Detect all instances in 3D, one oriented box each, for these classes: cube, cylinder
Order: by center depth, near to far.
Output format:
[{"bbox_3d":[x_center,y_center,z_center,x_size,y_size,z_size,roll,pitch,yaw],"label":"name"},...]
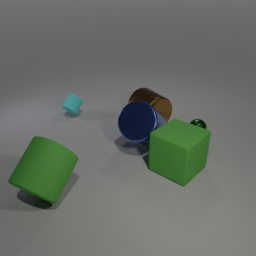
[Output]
[{"bbox_3d":[-2.292,1.152,7.698,1.400,1.400,1.400,14,67,24],"label":"cylinder"},{"bbox_3d":[1.642,0.724,9.018,1.400,1.400,1.400,23,36,35],"label":"cube"},{"bbox_3d":[0.529,-0.136,9.967,1.400,1.400,1.400,13,-4,22],"label":"cylinder"},{"bbox_3d":[0.921,-0.857,11.908,1.400,1.400,1.400,-16,32,-26],"label":"cylinder"},{"bbox_3d":[-2.473,-1.081,12.564,0.700,0.700,0.700,19,74,31],"label":"cylinder"}]

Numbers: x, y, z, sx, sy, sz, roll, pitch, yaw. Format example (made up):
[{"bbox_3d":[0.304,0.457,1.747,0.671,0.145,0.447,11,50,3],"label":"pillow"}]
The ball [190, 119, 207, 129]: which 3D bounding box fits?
[{"bbox_3d":[2.568,0.010,10.353,0.700,0.700,0.700,0,29,0],"label":"ball"}]
